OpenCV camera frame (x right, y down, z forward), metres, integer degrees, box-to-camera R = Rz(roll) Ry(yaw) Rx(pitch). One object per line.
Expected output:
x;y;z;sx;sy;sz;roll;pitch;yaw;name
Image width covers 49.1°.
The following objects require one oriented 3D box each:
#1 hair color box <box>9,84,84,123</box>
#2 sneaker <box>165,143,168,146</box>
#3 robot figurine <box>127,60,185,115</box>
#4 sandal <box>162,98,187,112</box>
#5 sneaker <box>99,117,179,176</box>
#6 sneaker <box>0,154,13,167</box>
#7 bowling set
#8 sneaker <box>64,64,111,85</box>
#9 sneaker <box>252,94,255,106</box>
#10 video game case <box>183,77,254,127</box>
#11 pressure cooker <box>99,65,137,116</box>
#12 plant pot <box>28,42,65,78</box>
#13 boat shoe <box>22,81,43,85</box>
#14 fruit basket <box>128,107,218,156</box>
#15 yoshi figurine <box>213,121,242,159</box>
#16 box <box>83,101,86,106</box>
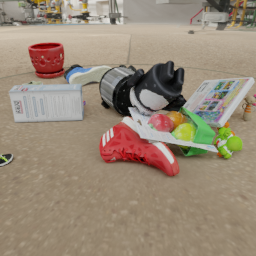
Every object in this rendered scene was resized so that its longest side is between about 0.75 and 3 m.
-3.395;-1.067;11.981;2.875;1.423;0.872;-2;26;-4;hair color box
0.947;0.479;9.870;0.937;0.539;0.354;-1;26;-1;sneaker
0.960;-1.293;9.376;1.316;1.584;2.108;-29;-6;-43;robot figurine
1.976;-1.244;13.107;2.529;0.605;0.951;12;34;8;sandal
0.172;0.907;8.896;1.666;1.130;2.883;-34;43;-16;sneaker
-4.269;0.984;8.899;1.198;0.496;0.430;-18;32;-32;sneaker
4.056;-1.059;12.051;1.720;1.327;2.472;-23;33;-37;bowling set
-2.437;-3.326;16.888;2.882;1.106;1.603;-23;42;-26;sneaker
6.740;-1.422;13.708;1.441;0.538;0.581;-9;28;-18;sneaker
3.401;-1.080;11.297;2.599;0.308;2.366;-48;29;-22;video game case
-0.227;-1.779;12.780;1.966;1.997;2.236;-17;32;-24;pressure cooker
-5.122;-4.296;17.872;2.151;1.959;2.151;0;27;0;plant pot
-5.359;-2.411;15.786;0.528;0.455;1.466;12;29;23;boat shoe
1.420;0.065;9.533;2.636;1.236;2.441;5;25;-13;fruit basket
3.541;0.405;9.657;0.951;0.947;1.691;12;31;10;yoshi figurine
-2.667;-1.177;13.582;1.030;0.201;0.705;7;27;15;box
